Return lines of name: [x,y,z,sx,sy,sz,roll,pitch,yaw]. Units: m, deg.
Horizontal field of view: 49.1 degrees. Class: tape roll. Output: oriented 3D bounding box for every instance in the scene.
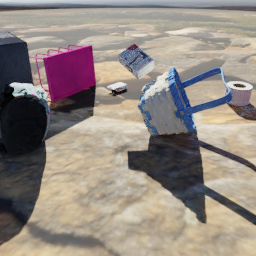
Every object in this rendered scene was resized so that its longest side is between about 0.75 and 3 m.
tape roll: [4.722,-1.488,12.023,1.063,0.730,1.063,0,29,0]

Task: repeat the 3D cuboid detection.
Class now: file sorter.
file sorter: [-3.117,-2.699,13.063,1.724,1.910,2.749,17,33,33]

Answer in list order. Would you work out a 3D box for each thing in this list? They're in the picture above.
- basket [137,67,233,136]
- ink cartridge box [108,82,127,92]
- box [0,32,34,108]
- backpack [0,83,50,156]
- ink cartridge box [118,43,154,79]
basket: [1.935,-1.069,9.605,2.926,2.035,2.580,-23,22,23]
ink cartridge box: [-0.524,-1.927,13.349,0.490,0.227,0.900,25,39,37]
box: [-5.237,-2.544,12.020,1.601,2.599,2.578,-18,35,-30]
backpack: [-3.425,-0.480,9.209,1.617,2.132,2.554,9,20,-27]
ink cartridge box: [0.317,-2.518,10.554,0.847,0.478,1.154,-39,66,-14]
